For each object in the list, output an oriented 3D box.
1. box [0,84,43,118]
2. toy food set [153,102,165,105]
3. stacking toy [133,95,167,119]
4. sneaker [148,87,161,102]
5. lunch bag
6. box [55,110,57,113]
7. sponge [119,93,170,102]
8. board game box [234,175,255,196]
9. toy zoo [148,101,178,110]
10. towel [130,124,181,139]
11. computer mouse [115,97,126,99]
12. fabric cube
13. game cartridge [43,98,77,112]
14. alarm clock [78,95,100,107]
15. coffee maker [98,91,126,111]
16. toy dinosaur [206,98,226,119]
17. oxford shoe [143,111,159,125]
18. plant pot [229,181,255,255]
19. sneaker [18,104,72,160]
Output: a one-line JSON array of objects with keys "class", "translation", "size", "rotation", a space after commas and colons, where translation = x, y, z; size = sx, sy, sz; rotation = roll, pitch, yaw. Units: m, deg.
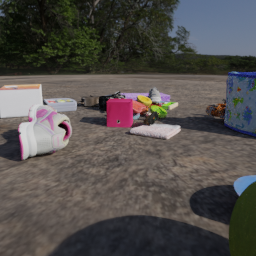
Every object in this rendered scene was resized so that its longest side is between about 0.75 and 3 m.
[{"class": "box", "translation": [-5.242, -1.408, 13.904], "size": [1.872, 1.307, 2.459], "rotation": [-4, 14, -16]}, {"class": "toy food set", "translation": [1.741, -1.324, 15.262], "size": [0.489, 0.121, 0.769], "rotation": [9, 10, 43]}, {"class": "stacking toy", "translation": [0.739, -0.653, 12.886], "size": [1.745, 0.814, 1.928], "rotation": [35, 30, 20]}, {"class": "sneaker", "translation": [1.560, -1.942, 16.028], "size": [0.774, 0.849, 2.070], "rotation": [0, 9, 0]}, {"class": "lunch bag", "translation": [4.646, -0.882, 10.021], "size": [1.613, 2.152, 2.531], "rotation": [-11, 17, -37]}, {"class": "box", "translation": [-3.688, -0.644, 12.879], "size": [0.810, 0.315, 0.385], "rotation": [-5, 15, -16]}, {"class": "sponge", "translation": [1.009, -1.942, 17.865], "size": [2.984, 0.445, 1.665], "rotation": [-3, 14, -11]}, {"class": "board game box", "translation": [2.811, 1.376, 4.633], "size": [2.085, 0.406, 1.648], "rotation": [15, 15, 31]}, {"class": "toy zoo", "translation": [1.622, -1.323, 15.847], "size": [2.086, 0.213, 1.368], "rotation": [7, 16, 27]}, {"class": "towel", "translation": [1.020, 0.076, 10.162], "size": [1.456, 0.235, 1.390], "rotation": [7, 16, 30]}, {"class": "computer mouse", "translation": [-0.238, -1.051, 13.691], "size": [1.415, 0.326, 0.994], "rotation": [16, 56, 32]}, {"class": "fabric cube", "translation": [-0.319, -0.633, 11.413], "size": [0.998, 1.014, 1.017], "rotation": [2, 14, 6]}, {"class": "game cartridge", "translation": [-3.669, -1.279, 15.256], "size": [1.606, 0.493, 2.412], "rotation": [-2, 14, -24]}, {"class": "alarm clock", "translation": [-1.888, -1.571, 16.125], "size": [1.800, 0.599, 1.214], "rotation": [0, 11, -19]}, {"class": "coffee maker", "translation": [-0.942, -1.331, 14.879], "size": [1.301, 0.912, 1.354], "rotation": [-18, -1, 37]}, {"class": "toy dinosaur", "translation": [4.692, -0.644, 11.871], "size": [2.568, 1.312, 1.743], "rotation": [29, 36, 13]}, {"class": "oxford shoe", "translation": [0.885, -0.398, 10.881], "size": [0.450, 0.388, 1.066], "rotation": [-9, 13, 30]}, {"class": "plant pot", "translation": [2.230, 1.106, 2.096], "size": [2.550, 2.550, 2.726], "rotation": [-8, -1, -28]}, {"class": "sneaker", "translation": [-2.351, 0.069, 8.495], "size": [1.311, 1.209, 2.972], "rotation": [-1, 22, -8]}]
